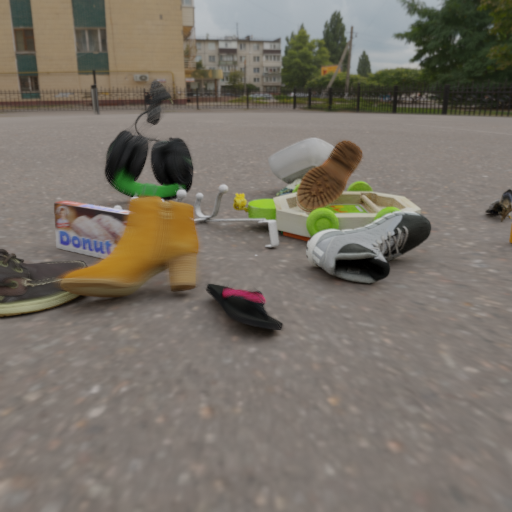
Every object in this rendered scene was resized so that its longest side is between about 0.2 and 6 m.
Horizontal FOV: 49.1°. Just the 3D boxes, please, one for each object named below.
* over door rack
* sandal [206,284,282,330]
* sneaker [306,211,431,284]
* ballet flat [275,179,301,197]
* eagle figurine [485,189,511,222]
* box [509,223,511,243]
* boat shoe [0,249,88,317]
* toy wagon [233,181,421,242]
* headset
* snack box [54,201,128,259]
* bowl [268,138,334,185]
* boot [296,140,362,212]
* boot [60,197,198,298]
[{"bbox_3d":[-1.237,-0.746,10.905,2.168,0.978,2.935,-14,23,-34],"label":"over door rack"},{"bbox_3d":[-0.193,0.572,7.483,0.622,0.373,1.656,15,9,-32],"label":"sandal"},{"bbox_3d":[2.070,-0.031,9.146,2.274,0.853,1.313,-15,26,-11],"label":"sneaker"},{"bbox_3d":[1.311,-1.788,14.783,1.619,0.601,0.601,-3,18,-7],"label":"ballet flat"},{"bbox_3d":[5.584,-1.105,12.720,0.667,0.663,0.879,-6,27,14],"label":"eagle figurine"},{"bbox_3d":[5.680,-0.222,10.099,1.364,0.475,2.290,-2,20,-7],"label":"box"},{"bbox_3d":[-3.605,0.330,7.687,2.705,0.877,0.990,-12,22,-33],"label":"boat shoe"},{"bbox_3d":[1.409,-0.944,11.873,3.788,0.749,2.939,-1,18,-2],"label":"toy wagon"},{"bbox_3d":[-2.448,-2.458,13.077,2.065,1.571,3.343,5,-23,-10],"label":"headset"},{"bbox_3d":[-2.615,-0.392,9.890,2.476,0.890,0.301,11,17,30],"label":"snack box"},{"bbox_3d":[1.401,-2.323,14.965,1.768,0.661,1.770,-19,-28,39],"label":"bowl"},{"bbox_3d":[1.427,-1.431,11.824,0.807,1.153,2.151,39,54,6],"label":"boot"},{"bbox_3d":[-1.842,-0.169,8.215,1.994,1.428,0.702,-2,-19,-19],"label":"boot"}]
